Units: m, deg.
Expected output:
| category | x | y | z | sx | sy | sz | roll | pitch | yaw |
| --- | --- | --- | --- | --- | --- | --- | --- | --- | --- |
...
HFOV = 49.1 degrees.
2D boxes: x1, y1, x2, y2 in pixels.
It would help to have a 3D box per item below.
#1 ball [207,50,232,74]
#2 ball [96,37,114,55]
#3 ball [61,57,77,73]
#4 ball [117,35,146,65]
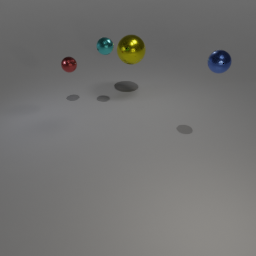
| category | x | y | z | sx | sy | sz | roll | pitch | yaw |
| --- | --- | --- | --- | --- | --- | --- | --- | --- | --- |
| ball | 2.782 | -2.014 | 8.524 | 0.700 | 0.700 | 0.700 | 0 | 32 | 0 |
| ball | -0.943 | -3.346 | 11.461 | 0.700 | 0.700 | 0.700 | 0 | 32 | 0 |
| ball | -2.631 | -2.828 | 12.500 | 0.700 | 0.700 | 0.700 | 0 | 32 | 0 |
| ball | 0.156 | -3.768 | 13.503 | 1.400 | 1.400 | 1.400 | 0 | 32 | 0 |
